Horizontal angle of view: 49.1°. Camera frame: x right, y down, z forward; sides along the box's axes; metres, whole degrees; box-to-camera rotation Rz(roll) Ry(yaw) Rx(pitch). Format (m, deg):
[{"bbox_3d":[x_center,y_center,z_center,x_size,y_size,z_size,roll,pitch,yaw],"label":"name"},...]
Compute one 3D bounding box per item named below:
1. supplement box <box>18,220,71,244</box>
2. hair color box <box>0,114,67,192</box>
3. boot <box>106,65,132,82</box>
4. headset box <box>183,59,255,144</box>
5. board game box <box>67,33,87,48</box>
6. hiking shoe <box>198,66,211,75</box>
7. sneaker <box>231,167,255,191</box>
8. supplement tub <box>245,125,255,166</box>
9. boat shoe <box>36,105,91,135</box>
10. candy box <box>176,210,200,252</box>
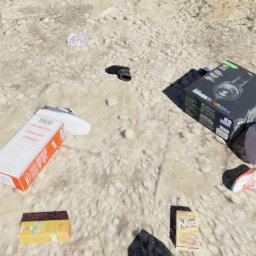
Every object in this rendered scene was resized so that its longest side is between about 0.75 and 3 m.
[{"bbox_3d":[-2.242,2.812,7.589,1.331,0.458,0.443,-4,41,-1],"label":"supplement box"},{"bbox_3d":[-3.321,0.749,9.491,1.330,0.802,2.620,15,46,16],"label":"hair color box"},{"bbox_3d":[-0.418,-2.581,13.252,1.197,0.450,0.895,-2,44,-3],"label":"boot"},{"bbox_3d":[3.970,-1.167,10.911,2.773,1.286,2.414,-33,53,-20],"label":"headset box"},{"bbox_3d":[-2.863,-4.928,15.726,0.921,0.446,0.734,9,44,10],"label":"board game box"},{"bbox_3d":[3.975,-2.517,13.267,0.515,0.441,1.187,-38,45,-24],"label":"hiking shoe"},{"bbox_3d":[3.850,1.745,8.713,1.294,0.432,0.694,-25,46,-28],"label":"sneaker"},{"bbox_3d":[5.060,0.574,9.231,1.986,1.394,1.394,0,44,0],"label":"supplement tub"},{"bbox_3d":[-2.377,-0.406,10.759,2.354,0.844,0.798,13,46,23],"label":"boat shoe"},{"bbox_3d":[1.623,2.812,7.694,0.595,0.285,1.031,4,44,6],"label":"candy box"}]
